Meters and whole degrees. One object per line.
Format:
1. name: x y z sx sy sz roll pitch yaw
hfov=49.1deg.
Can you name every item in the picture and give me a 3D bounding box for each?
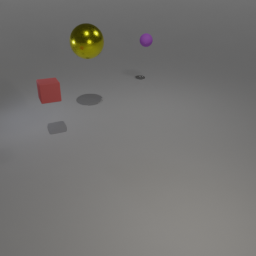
1. ball: -1.672 -3.523 11.408 1.400 1.400 1.400 0 29 0
2. cube: -2.798 -1.328 9.903 0.700 0.700 0.700 -11 28 -22
3. ball: 0.974 -4.719 15.048 0.700 0.700 0.700 0 29 0
